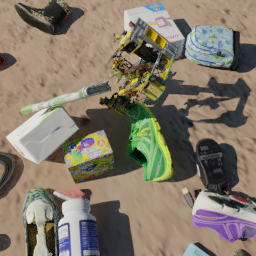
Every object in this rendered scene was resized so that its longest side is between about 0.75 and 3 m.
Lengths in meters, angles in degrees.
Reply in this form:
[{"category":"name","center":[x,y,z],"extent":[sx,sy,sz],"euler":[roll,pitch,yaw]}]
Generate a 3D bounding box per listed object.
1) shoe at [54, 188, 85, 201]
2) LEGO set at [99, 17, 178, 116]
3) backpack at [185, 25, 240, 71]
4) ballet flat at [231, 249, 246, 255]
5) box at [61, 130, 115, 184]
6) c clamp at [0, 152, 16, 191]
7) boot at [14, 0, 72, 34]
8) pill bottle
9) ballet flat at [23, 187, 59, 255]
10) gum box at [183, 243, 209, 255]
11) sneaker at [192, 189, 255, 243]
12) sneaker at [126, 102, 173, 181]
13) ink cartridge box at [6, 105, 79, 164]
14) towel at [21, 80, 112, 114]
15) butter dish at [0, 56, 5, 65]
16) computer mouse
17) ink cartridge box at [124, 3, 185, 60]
[{"category":"shoe","center":[-1.750,1.989,8.450],"extent":[0.906,0.324,0.412],"euler":[20,60,6]},{"category":"LEGO set","center":[-0.064,-1.765,8.290],"extent":[1.723,2.975,2.287],"euler":[32,75,-19]},{"category":"backpack","center":[3.284,-3.208,10.978],"extent":[2.060,1.584,1.681],"euler":[4,68,18]},{"category":"ballet flat","center":[2.776,3.900,7.119],"extent":[0.567,0.630,1.673],"euler":[24,62,14]},{"category":"box","center":[-1.182,0.899,8.505],"extent":[1.351,1.301,0.824],"euler":[-18,62,-11]},{"category":"c clamp","center":[-4.879,1.579,8.721],"extent":[2.539,0.344,2.169],"euler":[5,54,4]},{"category":"boot","center":[-3.741,-5.210,12.425],"extent":[2.149,0.786,1.618],"euler":[31,65,13]},{"category":"pill bottle","center":[-1.333,2.847,7.514],"extent":[1.025,1.025,1.713],"euler":[-7,60,-4]},{"category":"ballet flat","center":[-2.315,2.815,7.559],"extent":[1.043,1.043,2.810],"euler":[-13,61,-8]},{"category":"gum box","center":[1.781,3.765,7.430],"extent":[0.869,0.228,1.023],"euler":[33,65,18]},{"category":"sneaker","center":[3.169,2.629,7.769],"extent":[2.971,1.239,1.198],"euler":[18,17,-2]},{"category":"sneaker","center":[0.440,0.342,8.951],"extent":[1.236,1.096,2.958],"euler":[-17,57,-8]},{"category":"ink cartridge box","center":[-2.748,0.171,8.692],"extent":[1.557,2.659,0.895],"euler":[-44,111,-22]},{"category":"towel","center":[-1.788,-0.915,8.231],"extent":[2.263,1.688,0.347],"euler":[-11,99,23]},{"category":"butter dish","center":[-5.692,-2.808,10.958],"extent":[1.172,0.869,1.175],"euler":[41,67,20]},{"category":"computer mouse","center":[2.315,1.559,8.586],"extent":[1.658,0.544,2.362],"euler":[-13,72,-12]},{"category":"ink cartridge box","center":[1.026,-3.879,11.505],"extent":[1.724,1.010,2.386],"euler":[-17,62,-10]}]
